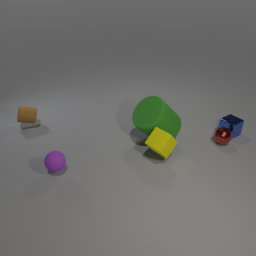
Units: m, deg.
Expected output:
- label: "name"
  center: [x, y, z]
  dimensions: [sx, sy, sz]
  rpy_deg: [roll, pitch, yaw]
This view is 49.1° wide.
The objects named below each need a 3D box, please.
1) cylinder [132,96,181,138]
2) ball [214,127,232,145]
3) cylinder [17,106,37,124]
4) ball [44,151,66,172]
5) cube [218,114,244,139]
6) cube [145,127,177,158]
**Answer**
- label: "cylinder"
  center: [1.111, -0.305, 10.728]
  dimensions: [1.400, 1.400, 1.400]
  rpy_deg: [-21, 52, 30]
- label: "ball"
  center: [3.730, 0.306, 11.016]
  dimensions: [0.700, 0.700, 0.700]
  rpy_deg: [0, 31, 0]
- label: "cylinder"
  center: [-4.296, -0.563, 11.918]
  dimensions: [0.700, 0.700, 0.700]
  rpy_deg: [7, 26, -28]
- label: "ball"
  center: [-2.419, 1.103, 9.305]
  dimensions: [0.700, 0.700, 0.700]
  rpy_deg: [0, 31, 0]
- label: "cube"
  center: [4.254, -0.059, 11.626]
  dimensions: [0.700, 0.700, 0.700]
  rpy_deg: [-20, 37, -30]
- label: "cube"
  center: [1.161, 0.514, 9.762]
  dimensions: [0.700, 0.700, 0.700]
  rpy_deg: [30, 83, 38]
